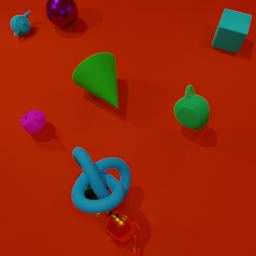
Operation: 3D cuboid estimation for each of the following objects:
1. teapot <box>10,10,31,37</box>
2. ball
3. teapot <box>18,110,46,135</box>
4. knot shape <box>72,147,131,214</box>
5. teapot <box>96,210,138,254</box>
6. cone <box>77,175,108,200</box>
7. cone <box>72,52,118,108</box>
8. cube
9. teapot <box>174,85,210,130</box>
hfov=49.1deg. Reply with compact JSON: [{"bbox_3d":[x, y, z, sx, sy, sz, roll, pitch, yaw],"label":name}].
[{"bbox_3d":[-4.051,-3.979,10.696,0.576,0.731,1.176,10,73,51],"label":"teapot"},{"bbox_3d":[-2.524,-4.478,10.714,1.224,1.224,1.224,0,61,0],"label":"ball"},{"bbox_3d":[-2.969,-0.208,8.644,1.251,0.612,0.778,-7,54,45],"label":"teapot"},{"bbox_3d":[-0.746,1.151,6.728,1.703,1.820,0.841,48,115,10],"label":"knot shape"},{"bbox_3d":[-0.222,2.576,7.085,1.409,0.876,0.690,32,66,17],"label":"teapot"},{"bbox_3d":[-1.196,1.553,7.881,0.943,0.943,0.947,-38,41,-18],"label":"cone"},{"bbox_3d":[-0.704,-1.259,8.883,1.571,1.571,1.577,-27,72,-14],"label":"cone"},{"bbox_3d":[3.800,-3.560,10.307,0.995,0.995,0.995,19,65,8],"label":"cube"},{"bbox_3d":[1.957,-0.487,8.295,1.063,1.709,0.837,9,44,39],"label":"teapot"}]
